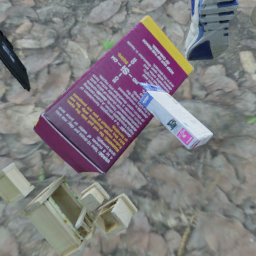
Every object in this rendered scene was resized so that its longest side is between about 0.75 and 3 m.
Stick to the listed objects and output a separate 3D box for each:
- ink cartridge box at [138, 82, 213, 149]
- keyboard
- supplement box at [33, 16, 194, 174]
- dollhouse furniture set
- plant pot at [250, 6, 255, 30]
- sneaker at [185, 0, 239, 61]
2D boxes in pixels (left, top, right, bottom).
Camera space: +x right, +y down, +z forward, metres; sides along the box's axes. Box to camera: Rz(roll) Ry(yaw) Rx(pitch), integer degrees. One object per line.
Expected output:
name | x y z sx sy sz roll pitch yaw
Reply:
ink cartridge box | 0.669 -0.209 4.226 1.223 0.257 0.730 48 26 20
keyboard | -3.135 -1.957 7.065 0.276 2.153 1.293 -22 58 -2
supplement box | -0.332 -0.553 5.542 1.420 1.802 2.752 46 68 -11
dollhouse furniture set | -0.926 0.950 4.500 1.528 0.961 1.728 -36 96 23
plant pot | 3.926 -1.855 5.925 1.945 1.945 2.077 -11 76 -6
sneaker | 2.231 -3.206 7.685 1.131 2.800 1.617 -1 68 2
